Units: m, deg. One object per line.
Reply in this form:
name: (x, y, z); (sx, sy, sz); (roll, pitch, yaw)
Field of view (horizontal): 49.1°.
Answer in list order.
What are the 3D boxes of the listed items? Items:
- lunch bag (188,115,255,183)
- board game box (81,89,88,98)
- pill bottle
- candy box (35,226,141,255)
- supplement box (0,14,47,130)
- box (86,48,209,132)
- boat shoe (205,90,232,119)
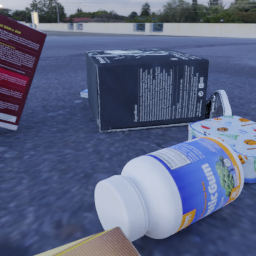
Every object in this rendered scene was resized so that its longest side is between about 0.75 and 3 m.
lunch bag: (2.123, 0.343, 5.654); (1.490, 0.702, 1.859); (-14, 26, -27)
board game box: (-1.096, -1.343, 10.568); (1.017, 0.221, 1.012); (7, 24, 19)
pill bottle: (0.574, 0.826, 3.837); (1.926, 1.080, 1.080); (-15, 26, -33)
candy box: (-1.000, 1.821, 1.649); (2.957, 0.818, 1.707); (-11, 23, -25)
supplement box: (-3.031, -1.336, 6.749); (1.356, 2.492, 0.759); (17, 6, -30)
box: (0.347, -1.292, 8.310); (2.908, 1.834, 2.959); (-7, 22, -12)
boat shoe: (2.503, -0.616, 8.170); (0.671, 0.710, 1.980); (4, 29, 8)
